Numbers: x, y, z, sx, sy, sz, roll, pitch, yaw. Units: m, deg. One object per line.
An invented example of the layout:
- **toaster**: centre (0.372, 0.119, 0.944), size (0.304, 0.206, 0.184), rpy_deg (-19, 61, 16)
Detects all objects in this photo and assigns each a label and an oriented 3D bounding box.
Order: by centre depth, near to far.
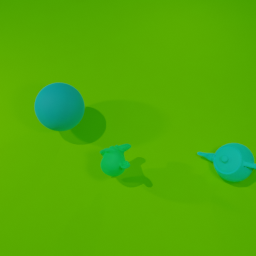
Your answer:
- **monkey head**: centre (-0.263, 0.830, 7.256), size (0.916, 1.273, 0.767), rpy_deg (-16, 83, -30)
- **teapot**: centre (2.714, 0.880, 7.522), size (1.705, 0.835, 1.060), rpy_deg (11, 83, 46)
- **ball**: centre (-1.912, -0.588, 7.889), size (1.362, 1.362, 1.362), rpy_deg (0, 62, 0)
